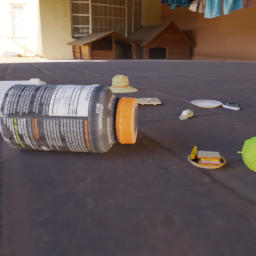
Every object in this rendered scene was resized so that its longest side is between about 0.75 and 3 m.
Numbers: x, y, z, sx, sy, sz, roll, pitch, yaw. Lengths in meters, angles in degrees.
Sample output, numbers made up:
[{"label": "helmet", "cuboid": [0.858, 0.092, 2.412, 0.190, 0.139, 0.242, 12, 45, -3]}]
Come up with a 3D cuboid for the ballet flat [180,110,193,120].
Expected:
[{"label": "ballet flat", "cuboid": [1.999, -0.482, 9.627, 0.268, 0.265, 0.787, 12, 21, 34]}]

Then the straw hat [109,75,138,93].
[{"label": "straw hat", "cuboid": [-0.418, -2.468, 15.323, 1.960, 0.829, 1.960, 0, 16, 0]}]

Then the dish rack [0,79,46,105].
[{"label": "dish rack", "cuboid": [-4.533, -1.305, 10.785, 2.834, 0.617, 2.432, -2, 32, -10]}]

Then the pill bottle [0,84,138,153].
[{"label": "pill bottle", "cuboid": [-1.245, -0.216, 6.504, 2.923, 1.553, 1.553, 3, 17, 8]}]

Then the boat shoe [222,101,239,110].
[{"label": "boat shoe", "cuboid": [4.074, -0.931, 11.104, 0.295, 0.279, 0.843, -6, 18, -20]}]

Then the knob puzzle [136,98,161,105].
[{"label": "knob puzzle", "cuboid": [0.764, -1.096, 11.854, 1.217, 0.169, 1.217, 0, 17, 0]}]

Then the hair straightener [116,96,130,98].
[{"label": "hair straightener", "cuboid": [-0.815, -1.312, 11.499, 2.046, 0.787, 0.419, 9, 19, 29]}]

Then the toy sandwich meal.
[{"label": "toy sandwich meal", "cuboid": [1.670, 0.597, 5.944, 0.867, 0.297, 0.867, 0, 17, 0]}]

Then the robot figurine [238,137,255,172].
[{"label": "robot figurine", "cuboid": [2.844, 0.488, 5.589, 1.245, 0.720, 1.092, -6, 18, -21]}]

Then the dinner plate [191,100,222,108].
[{"label": "dinner plate", "cuboid": [3.230, -0.995, 11.564, 1.223, 0.148, 1.223, 1, 17, 0]}]
